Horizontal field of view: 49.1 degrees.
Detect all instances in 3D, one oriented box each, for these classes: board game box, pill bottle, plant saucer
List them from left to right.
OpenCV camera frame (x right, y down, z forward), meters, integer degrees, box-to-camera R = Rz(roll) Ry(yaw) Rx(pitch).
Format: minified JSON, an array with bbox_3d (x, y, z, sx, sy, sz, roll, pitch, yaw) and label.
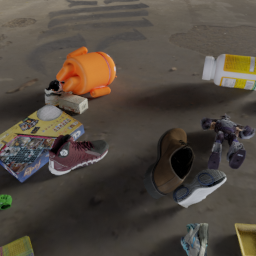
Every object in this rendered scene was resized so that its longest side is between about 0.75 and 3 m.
[{"bbox_3d":[-3.000,0.355,9.200,1.780,0.455,2.628,31,53,27],"label":"board game box"},{"bbox_3d":[4.745,-2.580,12.730,2.540,1.432,1.432,10,38,14],"label":"pill bottle"},{"bbox_3d":[3.035,2.726,6.654,0.872,0.211,0.872,3,37,3],"label":"plant saucer"}]

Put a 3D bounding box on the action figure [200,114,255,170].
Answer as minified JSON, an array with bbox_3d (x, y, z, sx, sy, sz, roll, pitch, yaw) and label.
[{"bbox_3d":[3.306,0.252,9.385,1.808,0.964,2.779,4,33,15],"label":"action figure"}]

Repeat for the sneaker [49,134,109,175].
[{"bbox_3d":[-1.499,0.593,8.676,2.069,1.195,0.783,-25,43,-29],"label":"sneaker"}]

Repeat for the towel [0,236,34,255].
[{"bbox_3d":[-2.534,3.047,6.293,0.856,0.136,1.192,-18,41,-23],"label":"towel"}]

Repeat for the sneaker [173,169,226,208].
[{"bbox_3d":[1.910,1.599,7.397,1.478,0.644,0.551,-30,42,12],"label":"sneaker"}]

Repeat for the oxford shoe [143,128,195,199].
[{"bbox_3d":[1.470,0.804,8.139,1.226,1.055,2.904,-34,16,33],"label":"oxford shoe"}]

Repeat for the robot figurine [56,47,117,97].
[{"bbox_3d":[-1.700,-2.447,12.229,2.024,1.641,2.814,31,39,30],"label":"robot figurine"}]

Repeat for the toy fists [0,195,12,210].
[{"bbox_3d":[-3.543,2.029,7.543,0.778,0.268,0.397,-17,39,-19],"label":"toy fists"}]

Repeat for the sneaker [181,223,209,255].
[{"bbox_3d":[1.505,2.787,6.427,0.602,0.541,1.394,0,28,21],"label":"sneaker"}]

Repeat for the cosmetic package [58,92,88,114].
[{"bbox_3d":[-2.243,-1.022,11.441,1.094,0.477,0.565,20,42,24],"label":"cosmetic package"}]

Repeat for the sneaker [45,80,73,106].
[{"bbox_3d":[-2.930,-1.742,12.089,0.748,0.867,1.978,6,36,11],"label":"sneaker"}]
